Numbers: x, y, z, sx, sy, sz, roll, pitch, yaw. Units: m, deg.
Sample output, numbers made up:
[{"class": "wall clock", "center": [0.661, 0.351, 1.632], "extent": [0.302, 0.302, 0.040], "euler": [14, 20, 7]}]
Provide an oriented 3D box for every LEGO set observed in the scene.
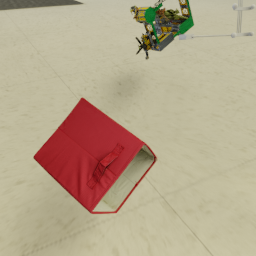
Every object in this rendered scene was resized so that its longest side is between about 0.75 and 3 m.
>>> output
[{"class": "LEGO set", "center": [0.895, -3.441, 8.764], "extent": [1.344, 1.783, 2.319], "euler": [25, 69, 46]}]

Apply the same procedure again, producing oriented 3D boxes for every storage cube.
[{"class": "storage cube", "center": [-0.382, 0.410, 3.821], "extent": [1.086, 1.208, 1.032], "euler": [36, 85, 22]}]

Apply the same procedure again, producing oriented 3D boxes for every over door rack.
[{"class": "over door rack", "center": [2.382, -3.117, 7.305], "extent": [2.076, 1.534, 0.691], "euler": [-6, 15, -9]}]
